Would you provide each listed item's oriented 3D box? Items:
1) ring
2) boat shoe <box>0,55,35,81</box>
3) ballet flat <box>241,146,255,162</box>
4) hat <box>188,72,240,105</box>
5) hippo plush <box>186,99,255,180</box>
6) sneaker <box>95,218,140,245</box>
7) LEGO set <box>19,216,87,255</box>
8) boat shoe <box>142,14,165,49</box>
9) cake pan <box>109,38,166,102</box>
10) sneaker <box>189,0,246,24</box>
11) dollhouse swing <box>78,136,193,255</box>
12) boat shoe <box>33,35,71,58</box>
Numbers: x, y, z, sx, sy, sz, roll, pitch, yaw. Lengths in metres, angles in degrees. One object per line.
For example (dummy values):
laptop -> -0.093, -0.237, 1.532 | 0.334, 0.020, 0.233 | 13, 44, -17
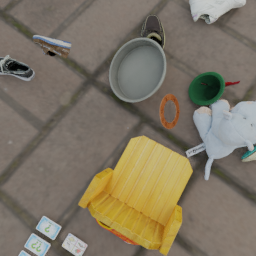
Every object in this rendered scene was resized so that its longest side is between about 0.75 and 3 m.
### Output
ring -> 1.444, -0.554, 9.450 | 0.114, 1.188, 1.188 | 3, 66, 42
boat shoe -> -4.556, -2.345, 10.623 | 1.970, 0.673, 0.727 | 22, 73, 7
ballet flat -> 4.639, 0.737, 9.675 | 1.643, 0.554, 0.512 | -39, 85, -12
hat -> 3.271, -1.303, 10.566 | 1.557, 1.371, 1.290 | -7, 73, 35
hippo plush -> 3.155, -0.106, 9.061 | 2.730, 2.195, 2.174 | -33, 75, -11
sneaker -> -0.171, 3.150, 8.751 | 1.920, 0.740, 0.701 | 20, 71, 5
LEGO set -> -2.190, 4.045, 8.566 | 2.280, 0.560, 1.703 | 30, 77, 9
boat shoe -> 1.018, -3.382, 10.869 | 0.977, 0.865, 2.670 | -1, 71, 0
cake pan -> 0.377, -2.041, 10.098 | 2.345, 0.430, 2.345 | -5, 81, 32
sneaker -> 3.679, -4.881, 11.534 | 2.334, 0.874, 1.162 | -6, 93, -4
dollhouse swing -> 0.538, 1.706, 8.498 | 2.751, 2.500, 2.418 | 28, 95, 10
boat shoe -> -2.531, -2.620, 9.053 | 1.586, 0.573, 0.574 | 21, 106, 32
